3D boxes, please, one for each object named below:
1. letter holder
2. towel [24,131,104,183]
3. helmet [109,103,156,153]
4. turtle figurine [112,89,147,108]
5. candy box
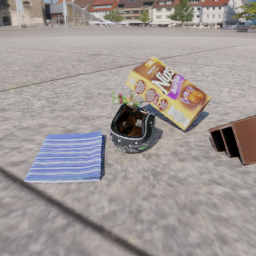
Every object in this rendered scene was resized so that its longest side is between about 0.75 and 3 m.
[{"bbox_3d":[3.058,0.316,7.193,1.587,1.128,0.798,-14,-6,-30],"label":"letter holder"},{"bbox_3d":[-1.431,0.627,6.911,1.642,0.271,2.268,-2,23,-3],"label":"towel"},{"bbox_3d":[0.103,0.064,7.143,1.208,1.152,1.208,22,-3,1],"label":"helmet"},{"bbox_3d":[0.026,-1.126,9.767,1.090,0.809,1.124,6,-18,-12],"label":"turtle figurine"},{"bbox_3d":[1.222,-1.121,8.513,2.302,0.650,1.343,38,47,13],"label":"candy box"}]
